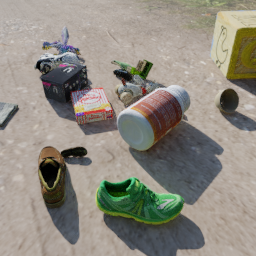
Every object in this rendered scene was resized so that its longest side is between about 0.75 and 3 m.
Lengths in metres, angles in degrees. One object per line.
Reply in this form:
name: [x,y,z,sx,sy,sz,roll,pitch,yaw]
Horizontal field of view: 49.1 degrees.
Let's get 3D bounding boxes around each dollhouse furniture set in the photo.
dollhouse furniture set: [0.180,-3.424,14.799,1.847,0.927,1.210,35,15,38]

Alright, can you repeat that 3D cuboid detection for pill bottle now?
pill bottle: [1.124,-0.533,10.881,1.669,1.669,2.975,28,46,31]

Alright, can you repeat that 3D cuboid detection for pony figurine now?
pony figurine: [-4.011,-4.843,16.770,2.021,1.683,1.950,-21,74,-29]

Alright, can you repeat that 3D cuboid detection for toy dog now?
toy dog: [0.383,-2.026,13.263,1.478,1.079,2.240,29,47,32]

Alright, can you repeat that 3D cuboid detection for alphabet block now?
alphabet block: [6.400,-4.555,15.154,2.828,2.813,2.880,-4,37,-3]

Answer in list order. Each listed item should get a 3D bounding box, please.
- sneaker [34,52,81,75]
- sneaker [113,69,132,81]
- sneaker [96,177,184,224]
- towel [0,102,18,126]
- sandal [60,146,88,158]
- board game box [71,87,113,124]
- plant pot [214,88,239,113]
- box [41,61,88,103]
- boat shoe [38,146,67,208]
sneaker: [-3.931,-3.364,15.065,2.497,0.997,1.625,13,41,15]
sneaker: [-0.166,-2.913,14.900,1.262,0.468,0.559,31,50,32]
sneaker: [0.325,2.034,8.022,2.590,1.082,0.959,4,31,4]
towel: [-5.859,-0.682,12.193,1.602,0.287,1.664,4,37,5]
sandal: [-1.959,0.876,10.214,0.968,0.395,0.264,-10,11,1]
board game box: [-1.657,-1.033,12.482,1.541,0.471,2.035,-10,39,-13]
plant pot: [4.264,-1.200,12.417,1.057,1.057,0.710,-16,8,-20]
box: [-2.999,-2.282,13.578,1.261,1.094,2.063,16,41,19]
boat shoe: [-2.465,1.321,9.143,0.923,0.872,2.564,-13,40,-16]
